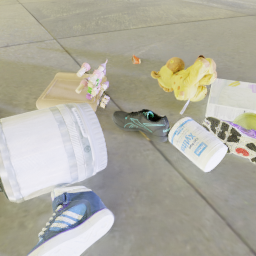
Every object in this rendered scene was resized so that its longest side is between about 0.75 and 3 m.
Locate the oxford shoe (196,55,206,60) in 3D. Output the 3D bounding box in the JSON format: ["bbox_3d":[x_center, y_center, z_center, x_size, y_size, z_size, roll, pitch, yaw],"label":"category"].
[{"bbox_3d":[3.931,-3.184,14.826,0.840,0.839,2.355,1,37,-1],"label":"oxford shoe"}]

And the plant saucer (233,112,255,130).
[{"bbox_3d":[4.365,0.075,10.121,1.272,1.272,0.198,5,-7,7],"label":"plant saucer"}]

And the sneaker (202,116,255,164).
[{"bbox_3d":[3.913,0.394,9.766,2.747,1.108,1.146,28,32,21],"label":"sneaker"}]

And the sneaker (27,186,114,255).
[{"bbox_3d":[-1.705,2.314,6.900,2.354,0.948,1.723,-26,41,-32],"label":"sneaker"}]

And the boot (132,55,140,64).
[{"bbox_3d":[0.475,-4.050,16.517,0.475,0.332,0.885,-3,43,-10],"label":"boot"}]

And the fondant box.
[{"bbox_3d":[4.776,-1.099,11.675,2.740,0.798,1.977,11,44,14],"label":"fondant box"}]

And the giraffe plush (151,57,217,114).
[{"bbox_3d":[2.127,-2.031,11.395,1.940,2.064,2.392,39,89,31],"label":"giraffe plush"}]

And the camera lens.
[{"bbox_3d":[-2.339,0.623,8.040,2.922,2.337,2.337,-17,38,-21],"label":"camera lens"}]

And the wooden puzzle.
[{"bbox_3d":[-2.477,-1.614,12.923,2.647,0.533,2.862,4,40,5],"label":"wooden puzzle"}]

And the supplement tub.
[{"bbox_3d":[2.136,0.482,8.706,1.036,1.036,1.571,-25,51,-31],"label":"supplement tub"}]

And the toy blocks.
[{"bbox_3d":[-1.126,-1.818,10.867,1.439,1.345,1.211,30,58,4],"label":"toy blocks"}]

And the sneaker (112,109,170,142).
[{"bbox_3d":[0.490,-0.339,10.634,2.509,0.994,0.946,19,41,26],"label":"sneaker"}]
